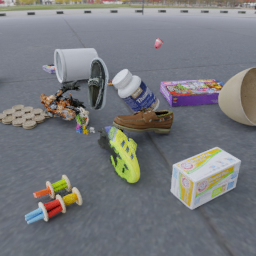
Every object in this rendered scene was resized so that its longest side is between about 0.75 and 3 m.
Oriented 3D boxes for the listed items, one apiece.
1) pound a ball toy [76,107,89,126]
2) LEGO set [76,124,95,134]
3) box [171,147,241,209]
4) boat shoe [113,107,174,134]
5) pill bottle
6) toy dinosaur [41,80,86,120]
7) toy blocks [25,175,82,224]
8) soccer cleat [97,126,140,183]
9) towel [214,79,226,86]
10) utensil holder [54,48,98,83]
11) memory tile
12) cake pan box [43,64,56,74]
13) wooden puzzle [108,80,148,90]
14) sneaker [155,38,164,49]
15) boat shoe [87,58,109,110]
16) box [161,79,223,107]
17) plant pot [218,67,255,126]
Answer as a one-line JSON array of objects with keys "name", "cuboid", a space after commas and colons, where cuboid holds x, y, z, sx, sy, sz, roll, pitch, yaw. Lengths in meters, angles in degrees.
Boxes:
[{"name": "pound a ball toy", "cuboid": [-1.806, -0.539, 11.463, 0.443, 0.680, 1.042, 10, 22, -27]}, {"name": "LEGO set", "cuboid": [-1.698, 0.017, 10.789, 0.811, 0.333, 0.309, 10, 30, 17]}, {"name": "box", "cuboid": [2.111, 1.326, 7.666, 1.709, 0.961, 0.866, -17, 32, -27]}, {"name": "boat shoe", "cuboid": [0.592, -0.360, 10.191, 2.529, 0.860, 0.910, 1, 23, -38]}, {"name": "pill bottle", "cuboid": [0.286, -1.343, 10.863, 1.042, 1.879, 1.042, -32, 31, 23]}, {"name": "toy dinosaur", "cuboid": [-2.882, -1.138, 11.880, 2.706, 1.382, 1.837, 39, 53, 23]}, {"name": "toy blocks", "cuboid": [-2.043, 1.840, 7.194, 1.377, 0.500, 1.148, -19, 34, -32]}, {"name": "soccer cleat", "cuboid": [-0.109, 0.693, 8.954, 1.166, 0.901, 2.788, -6, 28, -22]}, {"name": "towel", "cuboid": [4.890, -2.338, 15.266, 0.649, 0.282, 1.163, -15, 33, -25]}, {"name": "utensil holder", "cuboid": [-2.946, -3.644, 16.123, 2.166, 1.840, 1.840, -11, 30, -25]}, {"name": "memory tile", "cuboid": [-4.447, -0.499, 11.929, 2.112, 0.177, 1.619, 12, 30, 20]}, {"name": "cake pan box", "cuboid": [-4.778, -3.857, 18.097, 1.090, 0.310, 1.183, -19, 33, -35]}, {"name": "wooden puzzle", "cuboid": [-0.034, -2.419, 15.539, 2.245, 0.158, 1.331, 2, 28, 3]}, {"name": "sneaker", "cuboid": [1.307, -3.711, 12.418, 0.354, 0.417, 0.961, 33, 12, -4]}, {"name": "boat shoe", "cuboid": [-1.136, -1.616, 10.328, 0.700, 1.942, 0.689, 0, 8, 19]}, {"name": "box", "cuboid": [3.273, -1.790, 13.901, 2.930, 0.573, 2.005, -4, 28, -8]}, {"name": "plant pot", "cuboid": [4.653, -1.201, 11.477, 2.292, 2.292, 1.539, -19, 9, -32]}]
